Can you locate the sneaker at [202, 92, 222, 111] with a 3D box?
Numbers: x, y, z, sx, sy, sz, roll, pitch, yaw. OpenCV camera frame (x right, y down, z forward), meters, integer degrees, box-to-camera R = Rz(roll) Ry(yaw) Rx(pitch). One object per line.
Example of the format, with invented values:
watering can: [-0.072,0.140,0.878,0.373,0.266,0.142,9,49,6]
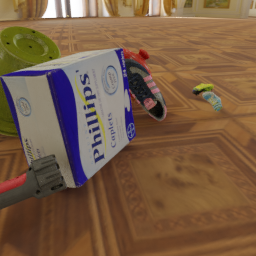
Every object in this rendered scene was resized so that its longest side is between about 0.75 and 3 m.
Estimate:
sneaker: [2.939,-0.886,9.616,0.864,0.344,0.564,19,48,-29]

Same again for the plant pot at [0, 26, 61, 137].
plant pot: [-3.019,-1.425,7.920,2.450,2.359,2.450,20,42,-19]

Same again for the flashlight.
flashlight: [-2.278,1.080,4.941,2.199,0.745,0.747,-22,29,-15]

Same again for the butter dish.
butter dish: [0.144,-2.217,10.350,2.148,1.588,2.142,41,8,-16]

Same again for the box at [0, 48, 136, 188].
box: [-1.125,-0.379,6.540,1.405,2.463,2.678,4,25,30]

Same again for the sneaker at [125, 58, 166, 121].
sneaker: [0.529,-1.146,8.775,0.841,2.399,0.984,-34,40,20]

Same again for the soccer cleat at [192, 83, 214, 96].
soccer cleat: [2.856,-1.560,10.709,0.338,0.437,1.044,24,-17,-23]
